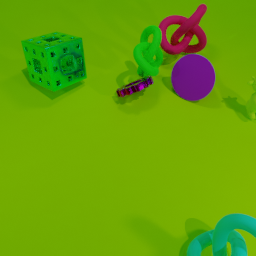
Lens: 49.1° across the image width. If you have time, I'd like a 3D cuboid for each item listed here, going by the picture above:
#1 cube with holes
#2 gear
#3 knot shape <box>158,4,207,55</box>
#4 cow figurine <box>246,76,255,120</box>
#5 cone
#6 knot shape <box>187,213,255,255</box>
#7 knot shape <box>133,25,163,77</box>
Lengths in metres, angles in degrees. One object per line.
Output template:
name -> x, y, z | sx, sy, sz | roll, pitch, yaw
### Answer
cube with holes -> -2.302, -2.149, 8.879 | 1.326, 1.326, 1.326 | 25, 42, 35
gear -> 0.210, -1.294, 8.716 | 1.181, 0.218, 1.181 | -21, 15, 6
knot shape -> 2.056, -3.391, 9.605 | 1.976, 1.849, 0.913 | 4, 45, -40
cow figurine -> 3.731, -0.897, 8.060 | 0.617, 1.124, 1.106 | -14, 76, -8
cone -> 2.377, -1.714, 9.213 | 1.433, 1.433, 1.438 | 31, 29, 24
knot shape -> 1.817, 2.410, 5.259 | 0.810, 1.640, 1.752 | 25, 83, -20
knot shape -> 0.625, -2.183, 8.587 | 0.761, 1.647, 1.541 | 6, 38, 12
